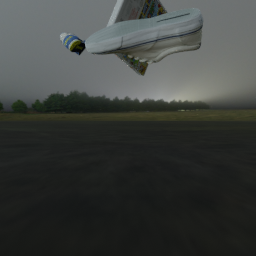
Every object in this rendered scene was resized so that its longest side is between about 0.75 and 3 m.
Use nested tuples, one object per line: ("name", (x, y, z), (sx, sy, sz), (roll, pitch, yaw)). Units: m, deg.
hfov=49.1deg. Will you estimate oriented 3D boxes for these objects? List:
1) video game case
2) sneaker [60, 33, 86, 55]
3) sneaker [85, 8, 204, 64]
("video game case", (0.300, -3.108, 8.551), (0.268, 2.346, 2.135), (17, -7, 37))
("sneaker", (-2.264, -3.602, 11.864), (0.785, 0.706, 1.908), (37, 8, 2))
("sneaker", (0.317, -1.690, 5.676), (2.395, 0.848, 0.875), (-5, 41, 16))
